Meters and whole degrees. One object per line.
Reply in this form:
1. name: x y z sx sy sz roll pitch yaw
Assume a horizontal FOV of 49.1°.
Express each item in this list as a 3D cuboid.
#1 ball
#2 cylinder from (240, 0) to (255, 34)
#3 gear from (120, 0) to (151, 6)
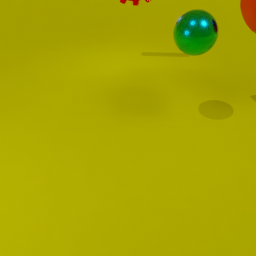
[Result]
1. ball: 1.696 -2.384 7.035 1.109 1.109 1.109 0 39 0
2. cylinder: 3.582 -3.075 6.902 1.133 1.133 1.133 -29 41 4
3. gear: 0.211 -5.444 10.033 2.070 2.070 0.383 2 56 2
